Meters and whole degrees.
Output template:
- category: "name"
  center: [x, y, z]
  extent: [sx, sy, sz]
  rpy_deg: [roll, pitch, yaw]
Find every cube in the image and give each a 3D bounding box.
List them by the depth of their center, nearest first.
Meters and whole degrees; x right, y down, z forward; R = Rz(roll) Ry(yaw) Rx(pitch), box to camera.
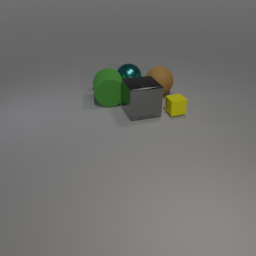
- category: "cube"
  center: [0.576, -1.307, 12.060]
  extent: [1.400, 1.400, 1.400]
  rpy_deg: [-9, 31, -15]
- category: "cube"
  center: [2.070, -1.000, 12.118]
  extent: [0.700, 0.700, 0.700]
  rpy_deg: [-10, 29, -13]

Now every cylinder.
- category: "cylinder"
  center: [-0.892, -1.897, 13.044]
  extent: [1.400, 1.400, 1.400]
  rpy_deg: [-4, 31, -6]

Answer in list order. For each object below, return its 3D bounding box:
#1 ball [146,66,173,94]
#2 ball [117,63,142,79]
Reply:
- category: "ball"
  center: [1.531, -2.332, 13.788]
  extent: [1.400, 1.400, 1.400]
  rpy_deg: [0, 30, 0]
- category: "ball"
  center: [0.033, -2.562, 14.226]
  extent: [1.400, 1.400, 1.400]
  rpy_deg: [0, 30, 0]
